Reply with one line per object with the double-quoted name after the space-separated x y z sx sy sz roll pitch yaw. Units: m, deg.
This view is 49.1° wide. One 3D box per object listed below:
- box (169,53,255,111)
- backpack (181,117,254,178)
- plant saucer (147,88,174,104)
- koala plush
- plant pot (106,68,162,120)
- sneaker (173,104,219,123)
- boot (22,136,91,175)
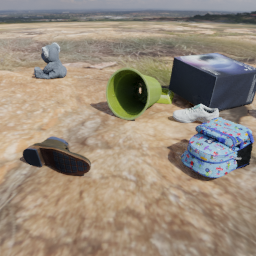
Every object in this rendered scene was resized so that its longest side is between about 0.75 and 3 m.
3.943 -2.219 12.984 2.854 1.773 2.878 -13 34 -27 "box"
2.536 0.604 8.270 1.827 1.229 1.668 -19 33 -30 "backpack"
1.474 -1.646 13.730 1.475 0.353 1.473 7 27 13 "plant saucer"
-4.552 -4.029 16.718 1.783 1.940 1.721 10 27 18 "koala plush"
0.451 -1.532 12.042 2.095 2.095 1.989 16 18 28 "plant pot"
2.668 -0.632 11.079 1.782 0.789 0.671 5 48 13 "sneaker"
-1.936 0.706 8.466 2.309 0.862 1.119 9 30 22 "boot"
